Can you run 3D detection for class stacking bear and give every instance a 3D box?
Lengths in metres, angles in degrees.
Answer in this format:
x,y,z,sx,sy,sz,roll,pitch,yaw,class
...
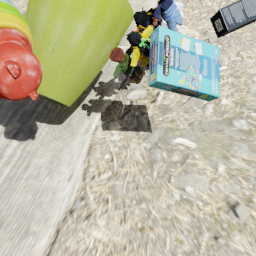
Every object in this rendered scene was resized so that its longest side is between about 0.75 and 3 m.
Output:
x,y,z,sx,sy,sz,roll,pitch,yaw,class
-2.393,-1.494,5.071,1.427,1.524,2.510,-30,63,-14,stacking bear

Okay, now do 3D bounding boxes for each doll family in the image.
x,y,z,sx,sy,sz,roll,pitch,yaw,class
0.452,-2.047,6.094,0.906,1.334,2.308,19,82,35,doll family

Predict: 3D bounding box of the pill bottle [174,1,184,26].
x,y,z,sx,sy,sz,roll,pitch,yaw,class
1.379,-3.302,8.729,0.620,1.104,0.620,5,37,-4,pill bottle

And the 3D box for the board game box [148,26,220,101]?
x,y,z,sx,sy,sz,roll,pitch,yaw,class
1.125,-1.217,5.476,1.468,0.344,1.108,10,76,-24,board game box

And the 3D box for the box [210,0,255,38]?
x,y,z,sx,sy,sz,roll,pitch,yaw,class
3.149,-3.199,7.980,1.246,0.667,0.925,-23,5,1,box

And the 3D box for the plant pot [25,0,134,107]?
x,y,z,sx,sy,sz,roll,pitch,yaw,class
-1.593,-2.083,7.147,2.654,2.654,2.837,21,86,18,plant pot

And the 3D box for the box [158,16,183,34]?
x,y,z,sx,sy,sz,roll,pitch,yaw,class
0.917,-2.574,8.358,0.768,1.318,0.396,21,45,-26,box
